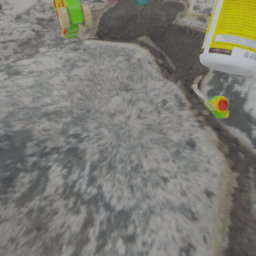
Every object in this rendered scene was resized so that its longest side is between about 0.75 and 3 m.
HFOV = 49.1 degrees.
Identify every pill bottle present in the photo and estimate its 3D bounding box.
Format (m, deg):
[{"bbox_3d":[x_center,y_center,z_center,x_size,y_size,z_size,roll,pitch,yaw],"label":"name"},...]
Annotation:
[{"bbox_3d":[2.904,-2.851,7.011,1.546,1.546,2.829,16,98,11],"label":"pill bottle"}]

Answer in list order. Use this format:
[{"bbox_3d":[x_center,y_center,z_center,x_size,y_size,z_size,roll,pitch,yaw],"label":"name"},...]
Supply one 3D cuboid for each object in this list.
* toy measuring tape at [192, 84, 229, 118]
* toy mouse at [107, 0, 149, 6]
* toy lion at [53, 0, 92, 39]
[{"bbox_3d":[2.079,-0.725,6.824,1.274,0.469,0.469,42,56,-19],"label":"toy measuring tape"},{"bbox_3d":[-0.052,-3.747,7.900,2.098,0.406,1.864,-21,46,-41],"label":"toy mouse"},{"bbox_3d":[-1.699,-3.563,7.414,0.797,2.321,2.225,-16,28,-16],"label":"toy lion"}]
